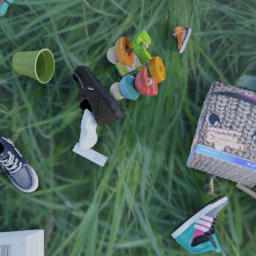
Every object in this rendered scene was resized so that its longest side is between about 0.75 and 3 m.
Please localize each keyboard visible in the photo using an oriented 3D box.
[{"bbox_3d":[-1.289,0.885,9.463,1.202,0.064,0.338,26,69,12],"label":"keyboard"}]

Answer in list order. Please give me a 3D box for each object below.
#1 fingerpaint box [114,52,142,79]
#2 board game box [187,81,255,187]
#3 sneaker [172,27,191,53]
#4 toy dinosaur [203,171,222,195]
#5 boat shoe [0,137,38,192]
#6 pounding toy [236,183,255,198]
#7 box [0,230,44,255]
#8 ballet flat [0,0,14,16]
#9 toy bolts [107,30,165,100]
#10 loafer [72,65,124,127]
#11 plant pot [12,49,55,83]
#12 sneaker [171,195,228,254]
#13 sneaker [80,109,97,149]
[{"bbox_3d":[-0.069,-2.421,10.245,0.816,0.359,0.978,-29,78,-6],"label":"fingerpaint box"},{"bbox_3d":[3.265,0.165,8.780,2.094,1.272,2.626,17,64,8],"label":"board game box"},{"bbox_3d":[1.904,-3.321,10.491,0.640,0.443,1.142,19,66,9],"label":"sneaker"},{"bbox_3d":[2.936,1.133,9.270,0.929,0.500,2.108,1,73,5],"label":"toy dinosaur"},{"bbox_3d":[-3.759,1.150,8.985,0.797,0.990,2.135,-40,78,-10],"label":"boat shoe"},{"bbox_3d":[4.839,1.491,8.871,1.727,1.038,2.237,40,78,10],"label":"pounding toy"},{"bbox_3d":[-3.488,3.950,7.942,1.831,1.576,1.840,-5,77,-1],"label":"box"},{"bbox_3d":[-4.804,-4.927,10.915,0.456,0.411,1.212,21,78,23],"label":"ballet flat"},{"bbox_3d":[0.203,-1.711,9.043,1.423,1.960,2.052,-12,58,26],"label":"toy bolts"},{"bbox_3d":[-1.255,-1.080,9.124,1.020,1.044,2.859,-37,48,-4],"label":"loafer"},{"bbox_3d":[-3.403,-2.243,9.908,1.134,1.194,1.194,10,75,16],"label":"plant pot"},{"bbox_3d":[2.484,3.088,8.524,2.066,0.864,1.248,-38,73,-1],"label":"sneaker"},{"bbox_3d":[-1.323,0.041,9.139,0.552,1.468,0.649,-6,45,-26],"label":"sneaker"}]
